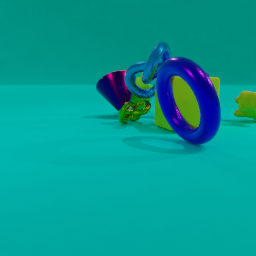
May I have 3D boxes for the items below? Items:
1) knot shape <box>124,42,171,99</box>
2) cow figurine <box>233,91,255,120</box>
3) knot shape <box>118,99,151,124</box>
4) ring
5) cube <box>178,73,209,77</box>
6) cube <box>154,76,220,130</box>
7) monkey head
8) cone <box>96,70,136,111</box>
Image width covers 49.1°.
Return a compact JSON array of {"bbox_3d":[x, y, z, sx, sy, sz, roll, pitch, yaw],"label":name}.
[{"bbox_3d":[0.716,-1.544,8.127,1.754,0.866,1.875,-32,-22,28],"label":"knot shape"},{"bbox_3d":[3.928,-0.677,8.534,1.571,0.862,1.545,10,-4,-18],"label":"cow figurine"},{"bbox_3d":[0.113,-0.477,8.672,1.131,0.522,1.058,-21,-7,-23],"label":"knot shape"},{"bbox_3d":[1.143,-0.520,5.588,0.365,1.823,1.823,-23,17,-18],"label":"ring"},{"bbox_3d":[1.954,-1.436,9.812,1.150,1.150,1.150,-14,32,-25],"label":"cube"},{"bbox_3d":[1.525,-0.668,7.524,1.310,1.310,1.310,-1,6,-12],"label":"cube"},{"bbox_3d":[0.399,-1.327,11.330,1.157,1.920,1.381,32,-25,6],"label":"monkey head"},{"bbox_3d":[-0.233,-0.943,9.751,1.488,1.493,1.488,-14,-24,-6],"label":"cone"}]
